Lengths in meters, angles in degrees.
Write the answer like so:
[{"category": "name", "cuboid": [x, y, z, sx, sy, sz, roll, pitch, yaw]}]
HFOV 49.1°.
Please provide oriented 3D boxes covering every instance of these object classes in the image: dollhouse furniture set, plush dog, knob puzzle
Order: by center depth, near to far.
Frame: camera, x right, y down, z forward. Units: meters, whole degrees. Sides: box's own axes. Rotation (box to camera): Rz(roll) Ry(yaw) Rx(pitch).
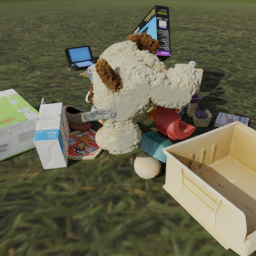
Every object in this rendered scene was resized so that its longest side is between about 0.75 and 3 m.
[{"category": "plush dog", "cuboid": [-0.159, -1.180, 6.905, 2.890, 2.319, 2.482, -43, 35, 14]}, {"category": "knob puzzle", "cuboid": [-1.574, 0.505, 9.426, 1.920, 0.266, 1.920, 0, 31, 0]}, {"category": "dollhouse furniture set", "cuboid": [1.583, -1.397, 10.841, 2.889, 2.050, 2.289, -2, 31, -3]}]

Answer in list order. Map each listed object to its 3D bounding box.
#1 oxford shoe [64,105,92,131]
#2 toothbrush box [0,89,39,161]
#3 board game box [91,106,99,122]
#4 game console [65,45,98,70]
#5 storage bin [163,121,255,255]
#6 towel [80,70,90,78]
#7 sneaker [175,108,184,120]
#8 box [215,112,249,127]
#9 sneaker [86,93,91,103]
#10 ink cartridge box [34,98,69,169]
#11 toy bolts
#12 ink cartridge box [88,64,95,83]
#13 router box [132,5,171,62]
[{"category": "oxford shoe", "cuboid": [-2.324, -0.529, 10.543, 2.184, 0.817, 0.769, 10, 32, 25]}, {"category": "toothbrush box", "cuboid": [-4.380, -0.175, 9.631, 2.034, 1.202, 2.793, -23, 39, -32]}, {"category": "board game box", "cuboid": [-0.744, -0.742, 11.365, 1.358, 0.388, 1.387, 0, 31, 2]}, {"category": "game console", "cuboid": [-2.682, -4.147, 16.469, 1.643, 0.956, 1.445, -17, 35, -26]}, {"category": "storage bin", "cuboid": [2.788, 1.306, 7.094, 2.790, 1.308, 2.770, -17, 34, -26]}, {"category": "towel", "cuboid": [-1.739, -3.117, 15.500, 1.216, 0.193, 1.693, 15, 34, 24]}, {"category": "sneaker", "cuboid": [2.001, -0.549, 11.167, 0.351, 0.318, 0.826, -10, 34, 33]}, {"category": "box", "cuboid": [3.957, -0.221, 10.670, 1.118, 0.230, 0.872, 14, 34, 23]}, {"category": "sneaker", "cuboid": [-1.633, -1.468, 12.696, 0.502, 0.432, 1.186, -23, 24, 39]}, {"category": "ink cartridge box", "cuboid": [-2.328, 0.070, 8.837, 0.712, 1.236, 2.134, -7, 42, -2]}, {"category": "toy bolts", "cuboid": [0.615, 0.361, 8.876, 2.815, 2.044, 2.947, 31, 1, -37]}, {"category": "ink cartridge box", "cuboid": [-0.987, -1.728, 9.935, 0.653, 0.958, 0.366, 12, 43, 32]}, {"category": "router box", "cuboid": [0.835, -3.249, 10.701, 0.614, 1.793, 2.404, -1, -5, -18]}]
